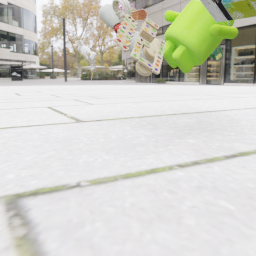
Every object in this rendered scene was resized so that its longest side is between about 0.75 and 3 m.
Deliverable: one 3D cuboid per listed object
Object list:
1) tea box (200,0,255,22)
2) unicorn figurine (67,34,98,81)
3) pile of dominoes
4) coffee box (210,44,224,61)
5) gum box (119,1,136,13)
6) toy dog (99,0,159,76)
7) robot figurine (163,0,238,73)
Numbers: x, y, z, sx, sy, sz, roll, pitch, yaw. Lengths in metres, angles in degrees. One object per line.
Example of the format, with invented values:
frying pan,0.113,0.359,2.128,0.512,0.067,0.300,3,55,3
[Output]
tea box,2.407,-3.066,5.742,0.896,1.341,1.319,30,-9,-39
unicorn figurine,-1.509,-2.681,10.166,0.612,1.659,1.139,-34,4,-11
pile of dominoes,0.346,-1.960,6.159,1.183,0.242,1.517,30,43,-14
coffee box,3.129,-3.529,11.423,0.380,1.063,1.729,-37,43,3
gum box,0.009,-4.303,10.260,0.686,0.400,1.209,41,14,-33
toy dog,0.400,-3.218,9.563,1.348,2.798,1.845,-41,19,-25
robot figurine,2.042,-2.825,8.068,1.416,2.448,2.148,37,3,-44
